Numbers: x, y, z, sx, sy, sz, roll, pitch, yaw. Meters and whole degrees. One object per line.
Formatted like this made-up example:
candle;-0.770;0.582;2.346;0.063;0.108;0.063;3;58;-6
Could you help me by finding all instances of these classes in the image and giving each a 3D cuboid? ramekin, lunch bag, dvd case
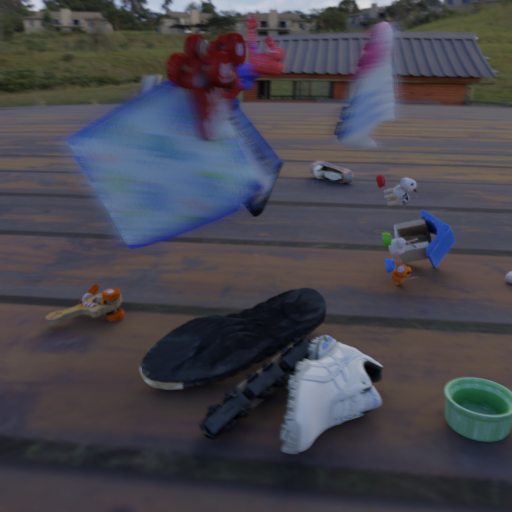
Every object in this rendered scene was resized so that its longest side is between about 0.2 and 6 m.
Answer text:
ramekin;2.446;1.694;6.158;0.752;0.367;0.752;0;20;0
lunch bag;-1.382;-1.254;7.951;2.232;1.898;1.422;-21;14;23
dvd case;-0.236;-1.888;10.605;0.203;1.648;2.310;-31;20;28

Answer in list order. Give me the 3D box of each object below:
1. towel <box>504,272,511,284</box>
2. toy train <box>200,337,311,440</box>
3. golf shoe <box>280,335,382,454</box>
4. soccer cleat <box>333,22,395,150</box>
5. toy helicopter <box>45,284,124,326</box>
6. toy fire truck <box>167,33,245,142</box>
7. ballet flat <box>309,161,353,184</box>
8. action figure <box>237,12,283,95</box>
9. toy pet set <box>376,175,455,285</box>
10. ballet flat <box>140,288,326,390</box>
towel;5.184;0.396;10.014;1.238;0.213;0.820;-12;22;-29
toy train;0.076;1.512;6.576;0.352;0.473;2.064;47;40;13
golf shoe;0.889;1.512;6.186;0.964;0.776;1.983;13;24;18
soccer cleat;2.188;-3.009;10.198;0.979;2.267;0.792;18;31;1
toy helicopter;-2.661;0.784;8.636;1.167;0.460;0.771;-18;27;-27
toy fire truck;-0.518;-2.136;6.953;0.683;1.022;1.217;6;46;21
ballet flat;2.301;-2.694;18.116;1.770;0.603;0.595;17;31;41
action figure;-0.130;-4.936;13.784;0.923;1.400;2.829;-2;5;-28
toy pet set;2.992;-0.394;10.216;1.031;1.942;1.813;-11;-27;23
ballet flat;-0.201;1.178;7.464;2.802;0.796;0.931;-17;56;-29
